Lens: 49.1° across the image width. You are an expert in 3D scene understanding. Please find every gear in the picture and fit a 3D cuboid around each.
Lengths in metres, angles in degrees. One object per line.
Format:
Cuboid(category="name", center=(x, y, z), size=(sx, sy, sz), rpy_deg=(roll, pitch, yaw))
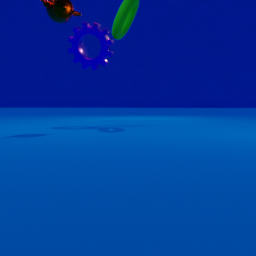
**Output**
Cuboid(category="gear", center=(-1.284, -2.807, 9.652), size=(1.569, 1.569, 0.290), rpy_deg=(1, 18, 12))

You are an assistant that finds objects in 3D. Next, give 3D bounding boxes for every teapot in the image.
Cuboid(category="teapot", center=(-1.851, -3.260, 7.600), size=(1.217, 0.757, 0.596), rpy_deg=(8, 9, -33))

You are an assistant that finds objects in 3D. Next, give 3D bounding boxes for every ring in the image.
Cuboid(category="ring", center=(-0.077, -3.705, 9.346), size=(0.314, 1.571, 1.571), rpy_deg=(28, 6, 2))
